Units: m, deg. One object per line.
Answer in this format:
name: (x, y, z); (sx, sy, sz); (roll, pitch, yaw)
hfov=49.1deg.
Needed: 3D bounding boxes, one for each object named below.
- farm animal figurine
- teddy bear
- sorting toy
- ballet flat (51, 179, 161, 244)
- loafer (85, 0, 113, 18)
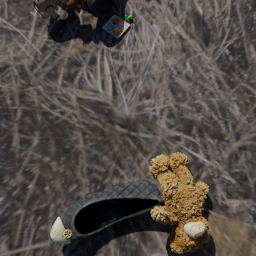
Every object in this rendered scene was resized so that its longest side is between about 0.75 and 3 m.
farm animal figurine: (-2.130, -4.710, 8.772); (1.766, 1.100, 2.187); (-7, 71, 22)
teddy bear: (1.349, 1.776, 6.948); (1.792, 0.825, 2.471); (16, 61, -33)
sorting toy: (-0.296, -3.432, 9.129); (0.703, 0.140, 0.952); (35, 76, 11)
ballet flat: (-0.555, 2.065, 6.936); (2.894, 0.822, 0.962); (-24, 108, -8)
loafer: (-0.943, -4.801, 9.197); (1.014, 1.037, 2.842); (10, 66, 10)
